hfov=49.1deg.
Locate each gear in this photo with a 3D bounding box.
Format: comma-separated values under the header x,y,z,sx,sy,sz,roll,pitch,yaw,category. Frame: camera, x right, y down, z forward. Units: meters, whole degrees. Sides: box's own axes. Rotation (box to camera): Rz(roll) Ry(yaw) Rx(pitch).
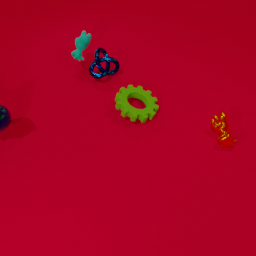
x,y,z,sx,sy,sz,roll,pitch,yaw,category
0.277,-0.786,8.858,1.356,0.251,1.356,10,51,-12,gear

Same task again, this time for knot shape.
x,y,z,sx,sy,sz,roll,pitch,yaw,category
-0.867,-2.283,9.723,1.083,1.014,0.501,-17,15,-16,knot shape

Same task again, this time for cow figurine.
x,y,z,sx,sy,sz,roll,pitch,yaw,category
2.852,0.073,8.299,0.981,0.548,0.997,60,30,-2,cow figurine
-1.633,-2.845,9.814,0.490,0.892,0.878,23,49,-33,cow figurine

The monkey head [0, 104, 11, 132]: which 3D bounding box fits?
x,y,z,sx,sy,sz,roll,pitch,yaw,category
-3.794,-0.418,7.723,0.953,1.582,1.138,-21,86,-12,monkey head
